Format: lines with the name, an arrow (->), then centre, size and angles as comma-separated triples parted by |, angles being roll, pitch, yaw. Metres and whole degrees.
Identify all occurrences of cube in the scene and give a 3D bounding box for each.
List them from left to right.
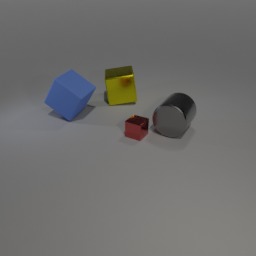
cube -> -2.513, -1.454, 12.244 | 1.400, 1.400, 1.400 | 37, 35, 0
cube -> -0.360, -2.122, 13.871 | 1.400, 1.400, 1.400 | -8, 31, 1
cube -> 0.350, -0.021, 11.014 | 0.700, 0.700, 0.700 | 16, 33, 27

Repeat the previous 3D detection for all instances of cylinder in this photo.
cylinder -> 1.872, -0.536, 11.195 | 1.400, 1.400, 1.400 | 14, 32, 24
